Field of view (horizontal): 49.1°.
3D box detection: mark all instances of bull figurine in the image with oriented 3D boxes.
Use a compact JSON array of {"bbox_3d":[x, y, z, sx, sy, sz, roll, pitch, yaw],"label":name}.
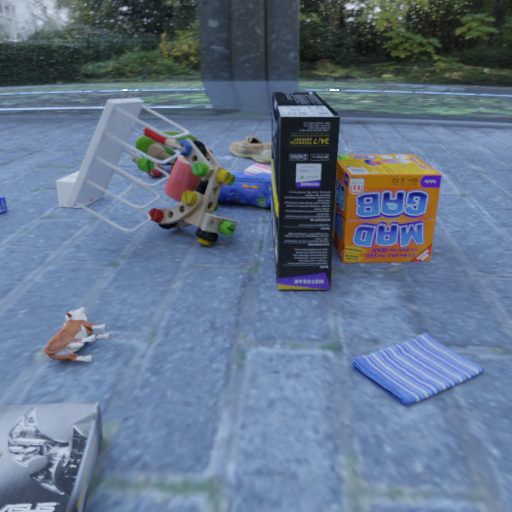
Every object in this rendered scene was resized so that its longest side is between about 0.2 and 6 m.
[{"bbox_3d":[-2.625,1.170,8.273,0.756,0.406,1.245,2,22,5],"label":"bull figurine"}]

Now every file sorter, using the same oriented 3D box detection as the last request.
[{"bbox_3d":[-2.526,-1.849,11.427,1.406,2.258,1.567,28,19,0],"label":"file sorter"}]

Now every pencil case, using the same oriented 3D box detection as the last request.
[{"bbox_3d":[-0.348,-1.791,14.660,2.440,0.952,1.060,8,-11,20],"label":"pencil case"}]

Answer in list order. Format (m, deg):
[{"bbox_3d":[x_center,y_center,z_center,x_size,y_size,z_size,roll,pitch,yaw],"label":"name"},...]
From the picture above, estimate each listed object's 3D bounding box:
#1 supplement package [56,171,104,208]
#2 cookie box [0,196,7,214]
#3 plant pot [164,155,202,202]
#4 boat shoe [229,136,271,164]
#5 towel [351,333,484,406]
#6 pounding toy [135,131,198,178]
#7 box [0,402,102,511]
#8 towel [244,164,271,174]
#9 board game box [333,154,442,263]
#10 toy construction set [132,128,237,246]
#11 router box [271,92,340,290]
[{"bbox_3d":[-4.710,-1.791,15.046,0.714,0.723,1.193,5,23,12],"label":"supplement package"},{"bbox_3d":[-7.069,-1.231,14.070,0.983,0.432,1.149,15,27,33],"label":"cookie box"},{"bbox_3d":[-1.649,-1.908,13.755,1.086,0.961,1.086,15,25,-8],"label":"plant pot"},{"bbox_3d":[-0.093,-3.921,20.123,0.885,0.801,2.484,-16,27,-35],"label":"boat shoe"},{"bbox_3d":[2.209,1.515,7.729,1.516,0.181,1.097,-13,26,-29],"label":"towel"},{"bbox_3d":[-2.719,-3.007,17.918,1.963,1.180,2.543,-6,-9,14],"label":"pounding toy"},{"bbox_3d":[-2.748,2.210,5.588,2.135,0.516,1.691,-1,23,-4],"label":"box"},{"bbox_3d":[0.249,-2.299,16.727,1.951,0.399,2.666,9,24,22],"label":"towel"},{"bbox_3d":[2.585,-1.048,11.774,1.826,1.827,1.828,-1,22,-3],"label":"board game box"},{"bbox_3d":[-1.233,-1.456,11.981,2.027,2.638,2.200,30,75,35],"label":"toy construction set"},{"bbox_3d":[0.853,-1.521,11.263,1.033,3.108,3.953,0,22,0],"label":"router box"}]
